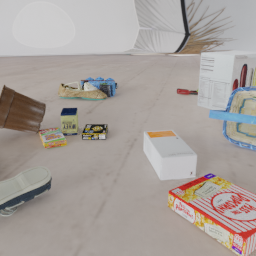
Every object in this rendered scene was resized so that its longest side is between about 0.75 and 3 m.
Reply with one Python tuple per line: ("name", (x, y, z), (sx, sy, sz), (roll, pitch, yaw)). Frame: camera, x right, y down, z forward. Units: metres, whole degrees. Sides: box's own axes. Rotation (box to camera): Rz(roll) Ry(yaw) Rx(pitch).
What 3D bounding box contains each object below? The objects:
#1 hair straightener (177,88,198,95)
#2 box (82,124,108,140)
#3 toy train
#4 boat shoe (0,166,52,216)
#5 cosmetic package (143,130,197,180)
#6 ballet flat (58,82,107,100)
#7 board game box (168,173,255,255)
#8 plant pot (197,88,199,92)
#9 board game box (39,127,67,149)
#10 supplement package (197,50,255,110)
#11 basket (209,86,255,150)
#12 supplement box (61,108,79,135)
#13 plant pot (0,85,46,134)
("hair straightener", (3.684, -2.178, 16.586), (1.633, 0.334, 0.628), (1, 19, 2))
("box", (-1.169, 0.133, 10.091), (0.840, 0.260, 1.052), (-1, 19, 1))
("toy train", (-1.731, -2.399, 16.334), (2.284, 0.990, 1.305), (3, 25, 9))
("boat shoe", (-2.528, 1.409, 5.845), (1.928, 0.596, 0.722), (-24, 46, -34))
("cosmetic package", (1.104, 0.685, 7.855), (0.965, 0.678, 1.902), (-4, 20, -11))
("ballet flat", (-2.550, -2.068, 15.393), (2.802, 0.915, 0.988), (3, 19, 7))
("board game box", (1.919, 1.606, 5.587), (1.377, 0.421, 1.818), (-14, 23, -34))
("plant pot", (4.680, -2.539, 16.286), (1.132, 1.041, 1.132), (9, 21, -3))
("board game box", (-2.606, 0.325, 9.648), (0.724, 0.227, 1.515), (-9, 24, -22))
("supplement package", (4.968, -2.308, 13.484), (2.496, 2.610, 1.920), (-13, 22, -31))
("basket", (4.046, -0.284, 8.619), (2.511, 1.981, 2.848), (13, 13, 29))
("supplement box", (-2.137, -0.251, 10.311), (0.552, 0.821, 0.822), (-2, 19, -6))
("plant pot", (-3.827, -0.548, 9.901), (1.540, 1.556, 1.556), (17, 11, -25))
